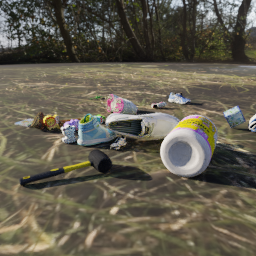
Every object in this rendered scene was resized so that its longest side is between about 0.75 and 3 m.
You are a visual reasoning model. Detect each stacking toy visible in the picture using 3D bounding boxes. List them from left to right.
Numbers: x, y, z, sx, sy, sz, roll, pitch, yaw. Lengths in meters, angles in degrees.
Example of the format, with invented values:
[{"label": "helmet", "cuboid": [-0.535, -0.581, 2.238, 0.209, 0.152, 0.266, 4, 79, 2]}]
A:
[{"label": "stacking toy", "cuboid": [-1.774, -0.182, 11.398, 2.783, 0.654, 2.098, -10, 20, -31]}]

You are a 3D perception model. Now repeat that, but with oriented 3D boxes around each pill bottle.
[{"label": "pill bottle", "cuboid": [1.947, 0.376, 8.406, 1.334, 1.334, 2.559, 7, 18, 22]}]

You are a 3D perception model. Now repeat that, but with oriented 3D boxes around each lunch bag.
[{"label": "lunch bag", "cuboid": [4.429, -0.422, 11.597, 0.672, 0.790, 0.503, -27, 25, 22]}]

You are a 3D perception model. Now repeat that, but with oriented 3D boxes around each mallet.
[{"label": "mallet", "cuboid": [-1.693, 1.089, 7.698, 2.453, 0.505, 0.808, -10, 20, -18]}]

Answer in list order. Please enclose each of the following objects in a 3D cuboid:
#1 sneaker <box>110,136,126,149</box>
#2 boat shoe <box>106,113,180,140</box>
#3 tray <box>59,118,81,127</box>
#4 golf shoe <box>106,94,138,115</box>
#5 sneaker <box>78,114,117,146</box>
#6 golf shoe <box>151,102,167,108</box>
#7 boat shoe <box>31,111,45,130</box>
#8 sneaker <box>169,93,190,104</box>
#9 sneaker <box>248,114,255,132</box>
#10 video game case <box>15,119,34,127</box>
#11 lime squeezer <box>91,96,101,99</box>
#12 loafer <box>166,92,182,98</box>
[{"label": "sneaker", "cuboid": [-0.351, 0.503, 9.705, 0.307, 0.333, 0.832, 10, 21, 26]}, {"label": "boat shoe", "cuboid": [0.567, 0.027, 10.039, 2.770, 1.019, 0.925, 0, 16, 1]}, {"label": "tray", "cuboid": [-2.349, -0.203, 11.956, 1.038, 0.192, 0.512, -11, 32, -42]}, {"label": "golf shoe", "cuboid": [-0.373, -1.110, 14.336, 1.155, 0.951, 2.525, 12, 12, -25]}, {"label": "sneaker", "cuboid": [-1.068, -0.029, 10.148, 1.653, 1.079, 0.657, -14, 21, -40]}, {"label": "golf shoe", "cuboid": [1.714, -1.221, 15.390, 0.862, 0.313, 0.397, -9, 22, -1]}, {"label": "boat shoe", "cuboid": [-3.799, -0.290, 12.099, 0.493, 0.525, 1.458, 36, 11, -21]}, {"label": "sneaker", "cuboid": [3.046, -1.749, 16.656, 1.428, 0.550, 0.541, 14, 20, 36]}, {"label": "sneaker", "cuboid": [4.812, -0.177, 10.572, 1.212, 0.667, 1.655, -22, -16, -24]}, {"label": "video game case", "cuboid": [-4.425, -0.236, 12.489, 0.796, 0.096, 0.874, 8, 19, 26]}, {"label": "lime squeezer", "cuboid": [-1.940, -1.941, 18.028, 0.986, 0.186, 0.348, -19, -6, -43]}, {"label": "loafer", "cuboid": [3.001, -2.142, 18.185, 1.097, 0.397, 0.399, 4, 18, 15]}]
